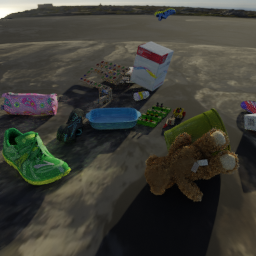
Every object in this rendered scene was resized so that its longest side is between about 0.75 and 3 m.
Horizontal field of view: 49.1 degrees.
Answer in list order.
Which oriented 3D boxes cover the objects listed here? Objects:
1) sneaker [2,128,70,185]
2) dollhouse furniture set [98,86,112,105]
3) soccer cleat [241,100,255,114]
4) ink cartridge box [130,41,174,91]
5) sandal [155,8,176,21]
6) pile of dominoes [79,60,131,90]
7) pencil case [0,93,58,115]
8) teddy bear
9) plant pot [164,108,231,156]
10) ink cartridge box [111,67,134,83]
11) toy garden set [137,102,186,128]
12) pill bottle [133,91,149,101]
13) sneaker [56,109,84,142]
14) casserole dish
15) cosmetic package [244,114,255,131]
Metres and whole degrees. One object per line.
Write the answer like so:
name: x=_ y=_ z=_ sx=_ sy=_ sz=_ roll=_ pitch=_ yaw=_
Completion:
sneaker: x=-2.979 y=0.804 z=8.532 sx=2.901 sy=1.212 sz=1.074 roll=20 pitch=33 yaw=31
dollhouse furniture set: x=-1.251 y=-1.604 z=13.687 sx=0.601 sy=0.598 sz=0.853 roll=16 pitch=32 yaw=28
soccer cleat: x=5.627 y=-0.802 z=12.300 sx=0.560 sy=0.522 sz=1.531 roll=-24 pitch=40 yaw=-38
ink cartridge box: x=1.264 y=-3.345 z=15.167 sx=1.491 sy=2.062 sz=1.498 roll=29 pitch=36 yaw=20
sandal: x=1.673 y=-5.040 z=12.503 sx=0.926 sy=0.403 sz=0.368 roll=-10 pitch=-16 yaw=20
pile of dominoes: x=-1.362 y=-3.130 z=15.775 sx=2.576 sy=0.410 sz=2.008 roll=25 pitch=64 yaw=34
pencil case: x=-4.270 y=-1.069 z=12.272 sx=2.306 sy=1.008 sz=1.008 roll=3 pitch=28 yaw=2
teddy bear: x=1.728 y=1.010 z=7.780 sx=1.852 sy=2.555 sz=0.853 roll=52 pitch=15 yaw=19
plant pot: x=2.088 y=0.460 z=8.861 sx=1.702 sy=1.768 sz=1.768 roll=-16 pitch=28 yaw=4
ink cartridge box: x=-0.085 y=-3.142 z=16.497 sx=1.950 sy=0.661 sz=1.131 roll=1 pitch=28 yaw=2
toy garden set: x=1.474 y=-0.581 z=12.003 sx=1.584 sy=0.379 sz=1.900 roll=15 pitch=31 yaw=25
pill bottle: x=0.677 y=-1.613 z=13.917 sx=0.761 sy=0.397 sz=0.397 roll=-18 pitch=33 yaw=-31
sneaker: x=-2.051 y=-0.057 z=10.864 sx=0.775 sy=0.737 sz=1.954 roll=16 pitch=38 yaw=6
casserole dish: x=-0.602 y=-0.374 z=11.557 sx=2.252 sy=0.437 sz=1.364 roll=-1 pitch=28 yaw=-3
cosmetic package: x=5.552 y=-0.292 z=10.989 sx=1.678 sy=0.598 sz=0.851 roll=-8 pitch=8 yaw=-13
